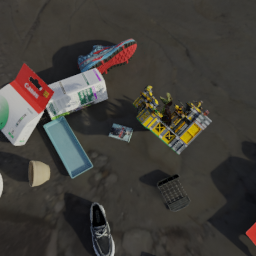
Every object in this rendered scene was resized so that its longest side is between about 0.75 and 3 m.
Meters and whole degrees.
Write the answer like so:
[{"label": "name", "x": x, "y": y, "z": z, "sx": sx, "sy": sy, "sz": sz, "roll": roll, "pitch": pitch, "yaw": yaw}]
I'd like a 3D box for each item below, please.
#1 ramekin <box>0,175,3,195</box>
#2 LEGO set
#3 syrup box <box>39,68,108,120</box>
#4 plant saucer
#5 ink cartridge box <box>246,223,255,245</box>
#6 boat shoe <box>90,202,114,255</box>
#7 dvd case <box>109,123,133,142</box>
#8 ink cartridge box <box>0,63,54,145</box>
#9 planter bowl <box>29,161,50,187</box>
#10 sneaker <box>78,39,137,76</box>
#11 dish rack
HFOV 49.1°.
[{"label": "ramekin", "x": -4.904, "y": 1.840, "z": 8.658, "sx": 2.064, "sy": 0.961, "sz": 2.064, "roll": 0, "pitch": 62, "yaw": 0}, {"label": "LEGO set", "x": 1.355, "y": -0.594, "z": 8.752, "sx": 2.124, "sy": 2.763, "sz": 1.601, "roll": 42, "pitch": 101, "yaw": -6}, {"label": "syrup box", "x": -1.949, "y": -1.259, "z": 10.240, "sx": 2.250, "sy": 0.886, "sz": 0.916, "roll": -22, "pitch": 50, "yaw": -11}, {"label": "plant saucer", "x": -2.098, "y": 0.637, "z": 9.724, "sx": 0.812, "sy": 0.220, "sz": 2.324, "roll": -29, "pitch": 66, "yaw": -15}, {"label": "ink cartridge box", "x": 5.216, "y": 2.998, "z": 8.021, "sx": 2.865, "sy": 0.718, "sz": 2.306, "roll": -34, "pitch": 78, "yaw": -19}, {"label": "boat shoe", "x": -0.797, "y": 3.028, "z": 8.254, "sx": 0.602, "sy": 0.569, "sz": 1.678, "roll": -10, "pitch": 63, "yaw": -5}, {"label": "dvd case", "x": -0.251, "y": 0.166, "z": 10.040, "sx": 0.754, "sy": 0.083, "sz": 0.551, "roll": 16, "pitch": 63, "yaw": 8}, {"label": "ink cartridge box", "x": -3.755, "y": -0.839, "z": 9.630, "sx": 1.837, "sy": 0.572, "sz": 2.283, "roll": 42, "pitch": 110, "yaw": 20}, {"label": "planter bowl", "x": -2.842, "y": 1.453, "z": 9.026, "sx": 0.554, "sy": 0.824, "sz": 0.824, "roll": 1, "pitch": 59, "yaw": -30}, {"label": "sneaker", "x": -0.865, "y": -3.022, "z": 11.191, "sx": 2.613, "sy": 1.036, "sz": 1.248, "roll": -32, "pitch": 65, "yaw": -16}, {"label": "dish rack", "x": 1.480, "y": 2.080, "z": 8.922, "sx": 0.806, "sy": 0.287, "sz": 1.051, "roll": -23, "pitch": 65, "yaw": -11}]
